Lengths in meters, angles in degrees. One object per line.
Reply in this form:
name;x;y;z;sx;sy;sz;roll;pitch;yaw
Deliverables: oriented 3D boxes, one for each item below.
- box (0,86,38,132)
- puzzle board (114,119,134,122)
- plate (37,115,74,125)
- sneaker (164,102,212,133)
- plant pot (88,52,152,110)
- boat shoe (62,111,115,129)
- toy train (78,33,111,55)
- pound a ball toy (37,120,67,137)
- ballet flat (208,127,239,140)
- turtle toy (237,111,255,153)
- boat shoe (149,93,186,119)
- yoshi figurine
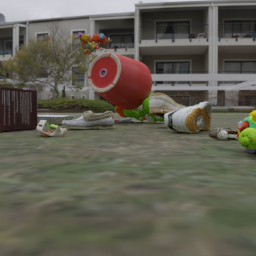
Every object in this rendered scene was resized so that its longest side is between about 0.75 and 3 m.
box;-3.909;-0.588;8.828;1.342;1.328;1.617;2;4;23
puzzle board;-0.659;-0.399;14.891;1.880;0.164;1.417;1;4;4
plate;-3.910;-0.382;12.750;2.485;0.402;2.479;0;3;3
sneaker;1.876;-0.357;8.593;1.053;0.908;2.401;2;3;31
plant pot;-0.489;-2.287;13.158;2.580;2.580;2.283;2;-6;33
boat shoe;-1.322;-0.269;9.369;1.801;0.616;0.673;-2;4;-26
toy train;-0.940;-2.270;7.762;0.907;0.336;1.207;13;-6;-2
pound a ball toy;-1.914;0.075;6.934;0.554;0.361;0.849;27;-9;-26
ballet flat;2.177;0.143;6.044;0.836;0.283;0.315;2;19;-11
turtle toy;1.900;0.106;4.231;0.466;0.671;0.921;-20;-3;19
boat shoe;1.669;-0.453;10.430;2.509;0.868;0.925;23;-18;-34
yoshi figurine;0.690;-1.067;13.858;2.888;1.623;1.617;14;9;42
